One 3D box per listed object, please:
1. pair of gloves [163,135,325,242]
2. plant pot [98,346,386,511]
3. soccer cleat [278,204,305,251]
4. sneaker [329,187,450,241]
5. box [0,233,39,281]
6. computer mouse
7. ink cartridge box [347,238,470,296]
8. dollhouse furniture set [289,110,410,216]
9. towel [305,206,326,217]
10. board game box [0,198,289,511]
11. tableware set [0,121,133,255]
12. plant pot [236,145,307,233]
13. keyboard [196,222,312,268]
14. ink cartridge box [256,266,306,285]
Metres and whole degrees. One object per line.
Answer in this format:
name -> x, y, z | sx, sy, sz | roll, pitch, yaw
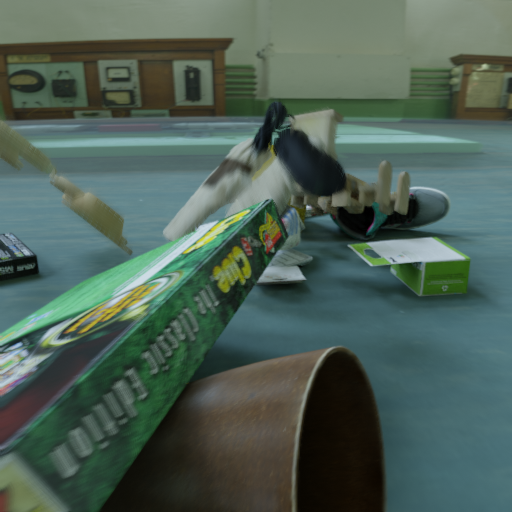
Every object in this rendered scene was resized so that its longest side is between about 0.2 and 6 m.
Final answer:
pair of gloves -> -0.281, -1.033, 9.783 | 2.545, 0.525, 2.993 | -53, 30, -13
plant pot -> -0.216, 1.516, 3.835 | 1.799, 1.681, 1.681 | -8, 13, 26
soccer cleat -> 0.503, -0.348, 10.294 | 0.580, 0.717, 1.661 | -31, 15, 36
sneaker -> 2.780, -0.961, 11.912 | 2.611, 1.092, 1.577 | -3, 11, 17
box -> -4.963, 0.070, 9.915 | 1.701, 0.419, 1.762 | -15, 24, -34
computer mouse -> 0.577, -1.335, 7.941 | 1.541, 1.067, 0.406 | 40, 57, 2
ink cartridge box -> 2.452, 0.182, 9.214 | 1.633, 0.619, 1.207 | -4, 19, -8
dollhouse furniture set -> 1.547, -1.653, 10.568 | 1.986, 1.407, 2.162 | 3, -7, 41
towel -> 0.855, -1.284, 14.371 | 2.273, 0.259, 1.637 | -14, 22, -36
board game box -> -1.727, 0.938, 4.774 | 3.118, 0.698, 5.951 | -24, 10, 21
tableware set -> -3.541, -1.305, 9.504 | 3.235, 0.449, 3.873 | 41, -8, -28
plant pot -> 0.438, -1.370, 12.374 | 1.651, 1.650, 1.456 | 2, 40, -6
keyboard -> -0.266, -0.252, 11.255 | 0.963, 0.182, 3.420 | -11, 20, -30
ink cartridge box -> 0.348, 0.378, 9.291 | 0.840, 0.188, 0.740 | -3, 18, -7
